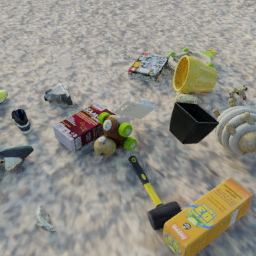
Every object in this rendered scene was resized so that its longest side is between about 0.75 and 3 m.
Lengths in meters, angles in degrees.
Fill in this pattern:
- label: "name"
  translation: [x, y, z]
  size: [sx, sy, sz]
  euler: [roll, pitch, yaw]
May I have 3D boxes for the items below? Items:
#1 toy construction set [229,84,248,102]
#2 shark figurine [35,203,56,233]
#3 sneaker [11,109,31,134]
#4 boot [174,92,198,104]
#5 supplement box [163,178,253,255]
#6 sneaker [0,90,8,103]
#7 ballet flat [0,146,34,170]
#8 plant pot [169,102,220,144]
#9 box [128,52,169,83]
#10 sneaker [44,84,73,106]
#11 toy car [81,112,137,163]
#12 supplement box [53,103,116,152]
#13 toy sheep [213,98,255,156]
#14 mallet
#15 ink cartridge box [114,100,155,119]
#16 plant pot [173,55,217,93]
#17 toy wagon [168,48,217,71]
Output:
- label: "toy construction set"
  translation: [4.712, -1.546, 12.011]
  size: [0.887, 0.682, 0.740]
  euler: [-32, 50, -30]
- label: "shark figurine"
  translation: [-2.407, 2.485, 7.656]
  size: [0.588, 0.410, 0.983]
  euler: [11, 36, -43]
- label: "sneaker"
  translation: [-4.125, -0.501, 10.700]
  size: [0.533, 0.816, 1.458]
  euler: [-24, 47, -27]
- label: "boot"
  translation: [2.401, -1.048, 11.636]
  size: [0.952, 0.446, 1.224]
  euler: [10, 38, 11]
- label: "supplement box"
  translation: [2.124, 2.368, 7.393]
  size: [2.516, 0.866, 0.837]
  euler: [-28, 46, -25]
- label: "sneaker"
  translation: [-5.899, -1.289, 11.747]
  size: [1.677, 0.641, 0.632]
  euler: [-27, 46, -29]
- label: "ballet flat"
  translation: [-4.138, 1.057, 9.087]
  size: [2.113, 0.772, 0.772]
  euler: [-6, 41, -16]
- label: "plant pot"
  translation: [1.984, -0.093, 8.958]
  size: [1.129, 1.001, 1.126]
  euler: [1, 35, -40]
- label: "box"
  translation: [1.049, -3.044, 13.932]
  size: [1.431, 0.417, 2.091]
  euler: [15, 43, 16]
- label: "sneaker"
  translation: [-2.996, -1.255, 11.807]
  size: [0.985, 0.640, 1.706]
  euler: [-23, 36, -18]
- label: "toy car"
  translation: [-0.766, 0.463, 9.414]
  size: [1.616, 1.275, 1.328]
  euler: [-41, 45, -23]
- label: "supplement box"
  translation: [-1.561, -0.077, 10.357]
  size: [1.125, 0.629, 2.066]
  euler: [32, 49, 32]
- label: "toy sheep"
  translation: [3.746, -0.004, 9.523]
  size: [1.742, 1.742, 2.527]
  euler: [-1, 30, -2]
- label: "mallet"
  translation: [0.498, 1.822, 8.353]
  size: [0.911, 0.569, 2.767]
  euler: [-23, 41, -18]
- label: "ink cartridge box"
  translation: [0.245, -0.753, 10.456]
  size: [1.236, 1.002, 0.310]
  euler: [15, 58, -29]
- label: "plant pot"
  translation: [2.984, -2.249, 12.275]
  size: [1.496, 1.590, 1.590]
  euler: [9, 40, -12]
- label: "toy wagon"
  translation: [3.412, -3.457, 14.337]
  size: [2.660, 0.526, 2.064]
  euler: [-20, 45, -23]
